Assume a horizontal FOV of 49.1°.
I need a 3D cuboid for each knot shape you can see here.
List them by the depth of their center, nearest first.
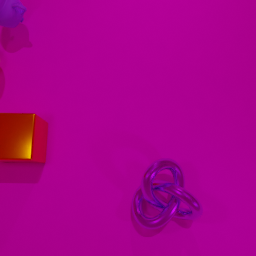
[{"bbox_3d":[1.171,2.013,7.902,1.929,0.952,2.061,26,105,8],"label":"knot shape"}]

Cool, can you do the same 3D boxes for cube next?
[{"bbox_3d":[-3.206,0.331,8.234,1.312,1.312,1.312,1,80,0],"label":"cube"}]

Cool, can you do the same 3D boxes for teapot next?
[{"bbox_3d":[-3.745,-3.649,8.925,1.676,0.821,1.042,3,74,43],"label":"teapot"}]
